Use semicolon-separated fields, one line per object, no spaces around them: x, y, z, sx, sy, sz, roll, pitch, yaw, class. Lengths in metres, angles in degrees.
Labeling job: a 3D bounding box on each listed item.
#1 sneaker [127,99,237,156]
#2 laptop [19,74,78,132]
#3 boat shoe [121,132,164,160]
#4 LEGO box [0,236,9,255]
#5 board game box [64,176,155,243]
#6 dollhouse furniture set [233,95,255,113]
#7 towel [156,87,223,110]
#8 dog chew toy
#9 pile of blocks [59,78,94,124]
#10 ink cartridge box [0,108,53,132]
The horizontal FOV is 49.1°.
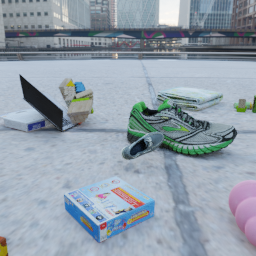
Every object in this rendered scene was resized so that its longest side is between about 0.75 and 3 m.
1.299;-0.061;7.270;2.901;1.236;1.132;7;18;21;sneaker
-2.354;-0.845;8.836;1.731;1.071;1.849;40;26;9;laptop
0.393;0.388;6.208;1.142;0.416;0.353;-24;0;-24;boat shoe
-1.974;1.620;3.239;0.677;0.351;0.909;5;18;16;LEGO box
-0.315;1.248;4.550;1.063;0.303;1.086;-12;21;-36;board game box
4.918;-1.107;11.698;0.853;0.654;1.302;5;18;15;dollhouse furniture set
2.791;-1.365;12.709;2.193;0.617;2.562;17;24;36;towel
1.848;1.245;4.029;0.688;0.688;1.105;3;23;10;dog chew toy
-1.731;-0.942;10.029;1.077;0.816;2.625;-22;41;-8;pile of blocks
-3.283;-0.323;9.647;1.664;0.360;1.634;10;20;35;ink cartridge box
